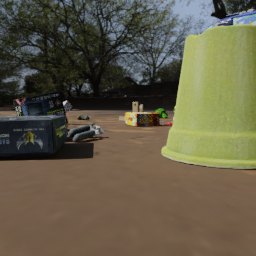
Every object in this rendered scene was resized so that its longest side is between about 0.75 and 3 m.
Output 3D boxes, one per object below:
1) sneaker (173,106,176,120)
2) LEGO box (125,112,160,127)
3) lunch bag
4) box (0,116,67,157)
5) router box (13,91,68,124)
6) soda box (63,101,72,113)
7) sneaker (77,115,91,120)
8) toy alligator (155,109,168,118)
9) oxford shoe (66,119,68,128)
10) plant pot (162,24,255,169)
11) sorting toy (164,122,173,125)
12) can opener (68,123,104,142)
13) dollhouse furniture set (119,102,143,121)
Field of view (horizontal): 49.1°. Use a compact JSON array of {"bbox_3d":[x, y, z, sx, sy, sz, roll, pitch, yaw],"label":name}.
[{"bbox_3d":[1.804,-0.519,9.759,0.620,0.704,1.664,-19,-17,6],"label":"sneaker"},{"bbox_3d":[0.541,-0.356,11.196,0.983,0.510,1.321,-2,5,-21],"label":"LEGO box"},{"bbox_3d":[2.504,-0.943,5.456,2.062,2.565,1.057,3,4,40],"label":"lunch bag"},{"bbox_3d":[-2.292,0.105,4.794,2.307,0.589,1.819,-1,5,-7],"label":"box"},{"bbox_3d":[-2.346,-0.423,7.622,0.399,0.962,1.284,-1,15,43],"label":"router box"},{"bbox_3d":[-2.809,-0.764,11.674,1.031,0.351,0.328,-21,33,35],"label":"soda box"},{"bbox_3d":[-2.419,-0.581,15.530,0.371,0.277,0.827,-3,-1,33],"label":"sneaker"},{"bbox_3d":[2.046,-0.981,18.579,0.663,0.607,2.236,-1,5,-17],"label":"toy alligator"},{"bbox_3d":[-2.779,-0.248,9.039,1.912,0.682,0.697,4,11,40],"label":"oxford shoe"},{"bbox_3d":[1.557,-0.494,4.350,2.029,1.866,2.029,1,4,0],"label":"plant pot"},{"bbox_3d":[2.896,-0.343,11.078,2.982,0.504,1.438,3,5,37],"label":"sorting toy"},{"bbox_3d":[-0.960,0.139,6.517,0.326,0.412,1.240,42,18,12],"label":"can opener"},{"bbox_3d":[0.208,-0.915,15.165,1.236,1.007,1.175,-4,6,-39],"label":"dollhouse furniture set"}]
